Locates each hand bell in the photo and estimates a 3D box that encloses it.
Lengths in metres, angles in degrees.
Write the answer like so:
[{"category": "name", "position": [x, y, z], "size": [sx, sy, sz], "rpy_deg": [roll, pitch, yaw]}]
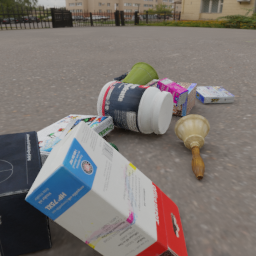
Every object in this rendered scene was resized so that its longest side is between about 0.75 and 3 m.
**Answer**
[{"category": "hand bell", "position": [2.025, 0.670, 8.314], "size": [1.136, 1.136, 2.181], "rpy_deg": [2, 37, 4]}]

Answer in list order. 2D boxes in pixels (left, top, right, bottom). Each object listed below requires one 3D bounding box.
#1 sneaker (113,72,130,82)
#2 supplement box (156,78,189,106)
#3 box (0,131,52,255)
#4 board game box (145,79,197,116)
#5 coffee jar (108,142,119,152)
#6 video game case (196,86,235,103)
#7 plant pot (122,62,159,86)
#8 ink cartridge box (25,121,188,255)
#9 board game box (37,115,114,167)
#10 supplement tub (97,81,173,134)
[{"category": "sneaker", "position": [-0.105, -2.897, 16.042], "size": [1.549, 0.615, 0.608], "rpy_deg": [4, 27, 12]}, {"category": "supplement box", "position": [1.672, -1.395, 10.781], "size": [0.582, 0.570, 1.127], "rpy_deg": [-25, 50, -40]}, {"category": "box", "position": [-3.012, 1.339, 5.809], "size": [2.471, 1.558, 2.513], "rpy_deg": [-8, 26, -17]}, {"category": "board game box", "position": [1.788, -1.363, 12.259], "size": [2.061, 0.998, 1.643], "rpy_deg": [10, 27, 22]}, {"category": "coffee jar", "position": [-0.973, 1.059, 7.312], "size": [0.956, 0.782, 1.833], "rpy_deg": [2, 24, 22]}, {"category": "video game case", "position": [4.074, -1.613, 13.545], "size": [1.476, 0.370, 1.628], "rpy_deg": [-3, 25, -7]}, {"category": "plant pot", "position": [0.405, -2.078, 13.466], "size": [1.661, 1.661, 1.577], "rpy_deg": [16, 42, 30]}, {"category": "ink cartridge box", "position": [-0.228, 1.410, 5.293], "size": [0.982, 2.920, 1.697], "rpy_deg": [-41, 17, 18]}, {"category": "board game box", "position": [-2.008, 0.304, 8.985], "size": [1.875, 0.514, 2.969], "rpy_deg": [4, 24, 29]}, {"category": "supplement tub", "position": [0.260, -0.725, 10.091], "size": [2.383, 1.672, 1.672], "rpy_deg": [12, 28, 24]}]
